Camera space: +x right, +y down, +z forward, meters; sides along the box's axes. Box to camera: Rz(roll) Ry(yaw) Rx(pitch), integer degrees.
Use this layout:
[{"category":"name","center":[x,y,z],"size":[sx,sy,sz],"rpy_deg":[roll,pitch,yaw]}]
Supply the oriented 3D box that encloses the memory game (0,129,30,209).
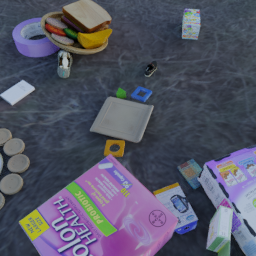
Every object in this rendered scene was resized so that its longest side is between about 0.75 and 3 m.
[{"category":"memory game","center":[-4.293,1.213,7.857],"size":[3.023,0.193,3.023],"rpy_deg":[0,53,0]}]

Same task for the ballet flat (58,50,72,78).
[{"category":"ballet flat","center":[-2.368,-2.567,10.576],"size":[0.550,0.520,1.634],"rpy_deg":[5,51,-17]}]

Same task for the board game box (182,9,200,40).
[{"category":"board game box","center":[2.694,-4.453,11.981],"size":[0.675,0.663,1.287],"rpy_deg":[6,52,5]}]

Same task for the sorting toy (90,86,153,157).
[{"category":"sorting toy","center":[-0.175,-0.229,8.867],"size":[1.669,0.404,2.964],"rpy_deg":[12,52,16]}]

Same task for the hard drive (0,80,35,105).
[{"category":"hard drive","center":[-3.869,-1.249,9.818],"size":[0.651,0.132,0.987],"rpy_deg":[32,58,22]}]

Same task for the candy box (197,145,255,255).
[{"category":"candy box","center":[3.341,1.764,6.920],"size":[2.128,0.907,2.537],"rpy_deg":[-16,54,-16]}]

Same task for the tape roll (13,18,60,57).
[{"category":"tape roll","center":[-3.654,-3.718,11.436],"size":[1.892,0.621,1.892],"rpy_deg":[1,52,-1]}]

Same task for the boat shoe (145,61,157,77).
[{"category":"boat shoe","center":[0.888,-2.288,10.552],"size":[0.312,0.267,0.852],"rpy_deg":[23,54,17]}]

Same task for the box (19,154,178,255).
[{"category":"box","center":[-0.615,2.298,6.331],"size":[2.575,1.245,2.265],"rpy_deg":[-36,60,-24]}]

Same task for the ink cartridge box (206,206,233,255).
[{"category":"ink cartridge box","center":[2.012,2.603,6.242],"size":[0.338,1.027,1.412],"rpy_deg":[14,54,11]}]

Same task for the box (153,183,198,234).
[{"category":"box","center":[1.221,2.078,7.152],"size":[0.736,0.257,1.237],"rpy_deg":[-17,56,-13]}]

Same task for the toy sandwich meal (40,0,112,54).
[{"category":"toy sandwich meal","center":[-1.915,-4.044,10.970],"size":[2.981,1.021,2.981],"rpy_deg":[15,45,-15]}]

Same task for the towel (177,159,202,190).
[{"category":"towel","center":[1.842,1.287,7.863],"size":[0.603,0.089,0.822],"rpy_deg":[-24,56,-19]}]
